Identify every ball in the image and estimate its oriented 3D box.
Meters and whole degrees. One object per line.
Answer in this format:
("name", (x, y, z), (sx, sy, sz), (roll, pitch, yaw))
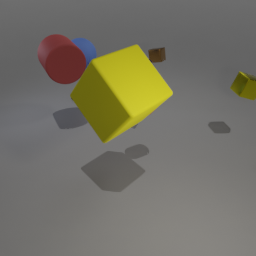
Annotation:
("ball", (-2.100, -3.268, 12.432), (1.400, 1.400, 1.400), (0, 31, 0))

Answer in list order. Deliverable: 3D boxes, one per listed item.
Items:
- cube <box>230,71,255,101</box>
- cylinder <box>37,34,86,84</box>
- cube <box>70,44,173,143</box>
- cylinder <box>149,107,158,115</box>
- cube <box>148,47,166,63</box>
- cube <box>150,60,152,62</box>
("cube", (4.219, -1.492, 9.933), (0.700, 0.700, 0.700), (11, 30, -19))
("cylinder", (-2.357, -2.447, 9.911), (1.400, 1.400, 1.400), (-14, 36, -22))
("cube", (-0.173, -0.756, 6.271), (1.400, 1.400, 1.400), (-32, 84, -39))
("cylinder", (0.621, -0.851, 7.949), (0.700, 0.700, 0.700), (37, 25, -20))
("cube", (1.598, -3.991, 15.325), (0.700, 0.700, 0.700), (4, 23, 30))
("cube", (0.285, -2.067, 9.712), (0.700, 0.700, 0.700), (26, 64, -16))
